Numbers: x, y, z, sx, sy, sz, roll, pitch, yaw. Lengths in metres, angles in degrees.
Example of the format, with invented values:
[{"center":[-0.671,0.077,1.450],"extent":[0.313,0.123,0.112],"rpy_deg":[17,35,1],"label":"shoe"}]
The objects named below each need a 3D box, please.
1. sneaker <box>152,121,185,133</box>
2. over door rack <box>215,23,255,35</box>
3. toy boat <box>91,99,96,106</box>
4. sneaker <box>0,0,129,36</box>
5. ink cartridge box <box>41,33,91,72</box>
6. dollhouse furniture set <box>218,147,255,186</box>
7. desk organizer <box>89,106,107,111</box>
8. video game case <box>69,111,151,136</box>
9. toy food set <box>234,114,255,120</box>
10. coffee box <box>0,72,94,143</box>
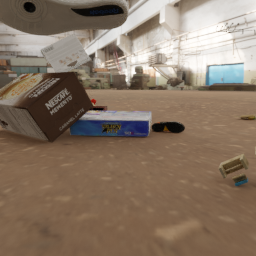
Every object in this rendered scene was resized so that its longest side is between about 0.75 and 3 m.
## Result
[{"center":[1.145,-0.057,7.854],"extent":[0.915,0.320,0.412],"rpy_deg":[1,12,18],"label":"sneaker"},{"center":[3.897,-3.602,10.142],"extent":[1.155,0.385,0.853],"rpy_deg":[1,21,-11],"label":"over door rack"},{"center":[-1.745,-0.844,11.374],"extent":[1.292,0.714,1.537],"rpy_deg":[37,12,7],"label":"toy boat"},{"center":[-1.422,-2.830,5.994],"extent":[2.719,1.521,0.994],"rpy_deg":[-2,-34,-13],"label":"sneaker"},{"center":[-2.274,-2.659,10.353],"extent":[1.432,1.243,0.312],"rpy_deg":[-32,-5,-15],"label":"ink cartridge box"},{"center":[1.762,0.586,3.861],"extent":[0.770,0.543,0.540],"rpy_deg":[-28,-4,26],"label":"dollhouse furniture set"},{"center":[-1.501,-0.535,10.232],"extent":[1.416,0.508,0.545],"rpy_deg":[3,12,19],"label":"desk organizer"},{"center":[-0.388,-0.160,7.976],"extent":[2.068,0.470,1.875],"rpy_deg":[1,11,6],"label":"video game case"},{"center":[4.464,-0.386,10.480],"extent":[0.848,0.170,0.586],"rpy_deg":[-5,2,0],"label":"toy food set"},{"center":[-2.435,-0.646,7.391],"extent":[2.677,1.067,1.531],"rpy_deg":[8,45,43],"label":"coffee box"}]
